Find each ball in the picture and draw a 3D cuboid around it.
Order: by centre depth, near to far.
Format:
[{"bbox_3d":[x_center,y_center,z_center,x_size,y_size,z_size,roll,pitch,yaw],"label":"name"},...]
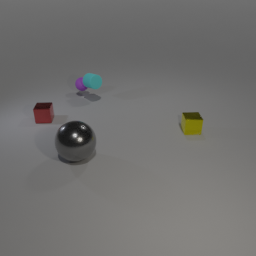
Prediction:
[{"bbox_3d":[-1.781,0.445,9.546,1.400,1.400,1.400,0,29,0],"label":"ball"},{"bbox_3d":[-2.382,-2.280,14.533,0.700,0.700,0.700,0,29,0],"label":"ball"}]

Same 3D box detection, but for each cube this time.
[{"bbox_3d":[2.593,-0.186,11.411,0.700,0.700,0.700,-1,29,-3],"label":"cube"},{"bbox_3d":[-3.678,-0.667,12.268,0.700,0.700,0.700,-1,29,-3],"label":"cube"}]

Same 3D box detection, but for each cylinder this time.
[{"bbox_3d":[-1.729,-2.275,13.601,0.700,0.700,0.700,-21,28,-33],"label":"cylinder"}]
